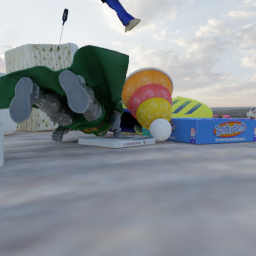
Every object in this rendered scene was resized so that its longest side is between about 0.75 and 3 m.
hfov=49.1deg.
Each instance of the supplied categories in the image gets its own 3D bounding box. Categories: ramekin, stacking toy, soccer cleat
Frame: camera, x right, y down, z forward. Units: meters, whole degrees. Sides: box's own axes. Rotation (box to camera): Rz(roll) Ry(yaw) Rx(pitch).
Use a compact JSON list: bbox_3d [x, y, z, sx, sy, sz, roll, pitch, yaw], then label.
[{"bbox_3d":[-3.490,-0.463,5.709,2.519,1.228,2.519,0,2,0],"label":"ramekin"},{"bbox_3d":[0.380,-0.258,4.327,0.923,0.923,1.263,0,43,-10],"label":"stacking toy"},{"bbox_3d":[0.616,-0.173,6.338,2.876,0.930,1.203,4,32,-11],"label":"soccer cleat"}]

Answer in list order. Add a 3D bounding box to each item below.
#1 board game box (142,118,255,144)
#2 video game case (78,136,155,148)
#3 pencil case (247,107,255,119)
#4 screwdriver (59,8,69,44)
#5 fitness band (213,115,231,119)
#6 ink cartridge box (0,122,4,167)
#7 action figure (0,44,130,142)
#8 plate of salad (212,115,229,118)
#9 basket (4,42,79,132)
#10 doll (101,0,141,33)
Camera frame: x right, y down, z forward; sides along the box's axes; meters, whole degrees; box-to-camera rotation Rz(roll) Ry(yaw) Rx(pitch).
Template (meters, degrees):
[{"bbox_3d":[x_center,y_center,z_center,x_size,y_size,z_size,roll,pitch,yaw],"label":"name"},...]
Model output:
[{"bbox_3d":[1.161,0.006,4.812,1.245,0.368,1.637,-1,3,-25],"label":"board game box"},{"bbox_3d":[-0.162,0.188,3.927,0.741,0.093,0.813,-3,3,-44],"label":"video game case"},{"bbox_3d":[5.646,-0.477,11.290,0.877,0.763,1.960,16,1,-7],"label":"pencil case"},{"bbox_3d":[-2.591,-3.857,10.935,0.232,1.592,0.222,8,24,-35],"label":"screwdriver"},{"bbox_3d":[3.575,-0.465,13.919,2.869,0.537,2.061,3,3,28],"label":"fitness band"},{"bbox_3d":[-1.527,0.112,2.432,0.634,0.371,1.093,-2,3,-36],"label":"ink cartridge box"},{"bbox_3d":[-0.650,-0.208,4.146,1.725,0.799,2.921,-7,-7,6],"label":"action figure"},{"bbox_3d":[3.628,-0.321,11.547,1.843,0.443,1.843,1,2,0],"label":"plate of salad"},{"bbox_3d":[-2.285,-1.057,7.650,1.609,2.374,1.464,2,10,42],"label":"basket"},{"bbox_3d":[-0.383,-2.595,5.439,0.378,1.560,1.065,-35,12,26],"label":"doll"}]
